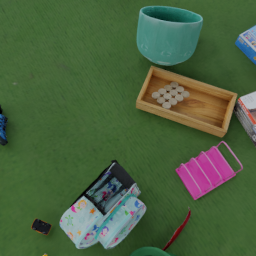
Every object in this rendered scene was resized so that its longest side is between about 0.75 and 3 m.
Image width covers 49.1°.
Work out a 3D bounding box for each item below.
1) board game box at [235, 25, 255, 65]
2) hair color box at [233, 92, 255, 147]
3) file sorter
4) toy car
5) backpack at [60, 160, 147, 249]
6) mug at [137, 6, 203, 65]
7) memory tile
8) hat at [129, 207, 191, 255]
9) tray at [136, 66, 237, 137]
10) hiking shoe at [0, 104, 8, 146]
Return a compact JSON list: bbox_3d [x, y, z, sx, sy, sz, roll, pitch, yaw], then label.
[{"bbox_3d":[5.171,-3.003,10.118,1.741,0.497,1.778,-31,72,-12],"label":"board game box"},{"bbox_3d":[5.008,-0.625,8.945,2.742,0.876,1.521,-21,66,-7],"label":"hair color box"},{"bbox_3d":[2.379,1.213,8.225,1.519,0.953,1.056,-28,71,-10],"label":"file sorter"},{"bbox_3d":[-2.476,3.118,7.787,0.545,0.370,1.110,12,65,-19],"label":"toy car"},{"bbox_3d":[-0.608,2.194,7.342,2.171,1.928,1.635,-39,69,-9],"label":"backpack"},{"bbox_3d":[1.514,-3.037,9.421,2.463,1.523,2.024,1,36,-10],"label":"mug"},{"bbox_3d":[1.411,-1.093,9.292,1.100,0.092,0.843,-31,59,-20],"label":"memory tile"},{"bbox_3d":[1.161,3.730,7.651,2.131,1.876,1.765,-46,70,24],"label":"hat"},{"bbox_3d":[1.909,-0.890,9.279,2.970,0.550,1.465,20,70,7],"label":"tray"},{"bbox_3d":[-4.122,-0.113,8.965,0.625,0.537,1.443,-30,72,-10],"label":"hiking shoe"}]
